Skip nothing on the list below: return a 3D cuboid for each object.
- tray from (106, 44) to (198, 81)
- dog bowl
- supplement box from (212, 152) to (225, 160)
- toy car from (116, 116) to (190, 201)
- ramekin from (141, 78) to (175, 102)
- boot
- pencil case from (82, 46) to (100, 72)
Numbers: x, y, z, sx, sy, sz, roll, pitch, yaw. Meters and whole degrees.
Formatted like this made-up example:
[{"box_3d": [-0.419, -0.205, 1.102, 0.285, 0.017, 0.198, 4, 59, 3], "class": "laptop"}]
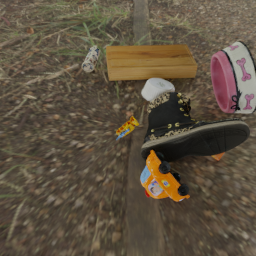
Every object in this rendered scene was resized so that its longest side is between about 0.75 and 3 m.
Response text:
[{"box_3d": [0.734, -2.259, 9.449, 2.857, 0.529, 1.409, -3, 45, -7], "class": "tray"}, {"box_3d": [2.839, -1.293, 7.673, 0.730, 1.980, 1.980, -13, 46, 6], "class": "dog bowl"}, {"box_3d": [1.953, 0.436, 6.975, 0.871, 0.300, 0.290, 35, 90, 29], "class": "supplement box"}, {"box_3d": [0.448, 0.793, 6.613, 0.832, 1.226, 2.499, -39, 32, 3], "class": "toy car"}, {"box_3d": [0.904, -1.096, 8.153, 0.968, 0.451, 0.968, 10, 32, -6], "class": "ramekin"}, {"box_3d": [1.509, -0.163, 6.919, 2.473, 0.905, 1.862, -18, 39, 19], "class": "boot"}, {"box_3d": [-1.262, -2.370, 9.621, 0.415, 0.477, 1.067, 1, 45, 12], "class": "pencil case"}]
